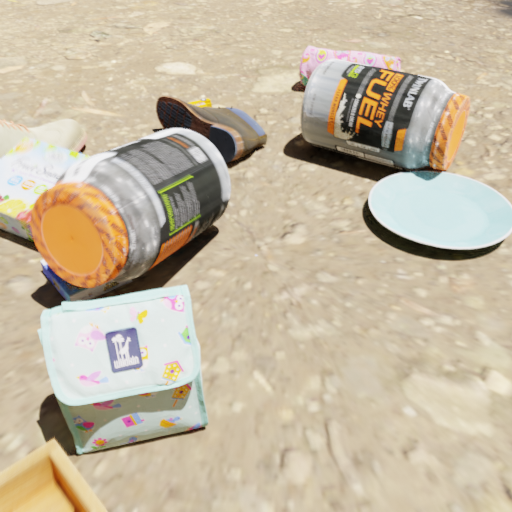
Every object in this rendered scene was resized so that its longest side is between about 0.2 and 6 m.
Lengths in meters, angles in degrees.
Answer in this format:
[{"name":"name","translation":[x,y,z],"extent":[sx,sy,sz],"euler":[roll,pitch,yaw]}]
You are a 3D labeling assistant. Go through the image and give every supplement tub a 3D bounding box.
[{"name":"supplement tub","translation":[2.495,-2.717,10.967],"extent":[2.919,1.789,1.789],"euler":[20,42,24]},{"name":"supplement tub","translation":[-1.701,-0.740,8.070],"extent":[1.730,1.730,2.823],"euler":[16,28,20]}]

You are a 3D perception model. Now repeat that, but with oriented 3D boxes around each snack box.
[{"name":"snack box","translation":[-3.652,-1.098,9.503],"extent":[1.945,0.658,1.641],"euler":[20,57,22]}]

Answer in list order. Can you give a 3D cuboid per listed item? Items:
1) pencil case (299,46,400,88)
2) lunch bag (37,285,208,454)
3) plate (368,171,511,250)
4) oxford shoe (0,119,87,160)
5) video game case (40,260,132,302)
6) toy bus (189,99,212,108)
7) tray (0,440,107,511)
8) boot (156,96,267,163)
[{"name":"pencil case","translation":[2.366,-4.609,14.115],"extent":[2.506,1.095,1.095],"euler":[14,39,16]},{"name":"lunch bag","translation":[-1.339,1.126,5.913],"extent":[1.519,1.783,1.087],"euler":[-9,40,-11]},{"name":"plate","translation":[3.148,-0.754,9.637],"extent":[2.447,0.313,2.447],"euler":[-1,38,0]},{"name":"oxford shoe","translation":[-4.605,-2.124,10.621],"extent":[1.165,1.215,3.291],"euler":[16,37,28]},{"name":"video game case","translation":[-2.552,0.226,8.400],"extent":[0.970,0.243,1.070],"euler":[-27,45,-30]},{"name":"toy bus","translation":[-1.462,-3.416,13.121],"extent":[0.948,0.308,0.371],"euler":[-20,42,-24]},{"name":"tray","translation":[-2.692,3.129,4.290],"extent":[3.458,0.640,1.706],"euler":[-30,47,-32]},{"name":"boot","translation":[-0.967,-2.751,11.927],"extent":[2.527,0.944,1.225],"euler":[36,38,27]}]
